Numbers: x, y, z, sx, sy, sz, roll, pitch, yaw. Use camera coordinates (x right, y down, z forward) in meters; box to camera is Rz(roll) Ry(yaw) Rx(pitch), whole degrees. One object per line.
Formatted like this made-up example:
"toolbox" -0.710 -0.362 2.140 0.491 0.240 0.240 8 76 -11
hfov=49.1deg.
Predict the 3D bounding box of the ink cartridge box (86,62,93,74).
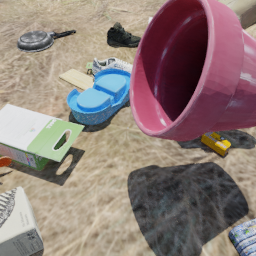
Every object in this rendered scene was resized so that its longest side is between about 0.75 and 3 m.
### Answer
"ink cartridge box" -1.185 -2.351 11.020 0.870 0.258 0.451 3 44 3

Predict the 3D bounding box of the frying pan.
"frying pan" -3.695 -4.063 12.755 2.763 0.450 1.671 -11 45 -6

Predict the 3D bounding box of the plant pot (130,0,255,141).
"plant pot" 1.602 -0.961 5.474 2.310 2.580 2.580 8 39 -26

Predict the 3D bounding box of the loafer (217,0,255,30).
"loafer" 2.684 -2.741 6.671 2.682 1.015 0.916 -15 52 18

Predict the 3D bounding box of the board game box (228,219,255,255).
"board game box" 3.289 2.568 5.668 1.720 0.530 1.719 -13 44 -13

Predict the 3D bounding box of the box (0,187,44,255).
"box" -3.282 2.368 5.552 2.865 0.980 1.177 -21 48 -21

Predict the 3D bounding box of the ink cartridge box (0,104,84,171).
"ink cartridge box" -2.646 0.307 7.847 2.646 0.785 1.374 15 46 15

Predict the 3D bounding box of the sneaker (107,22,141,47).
"sneaker" -0.156 -4.154 12.445 1.627 0.932 0.622 10 46 7

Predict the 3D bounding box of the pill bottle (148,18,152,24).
"pill bottle" 2.101 -4.027 11.933 2.467 1.429 1.429 4 44 5

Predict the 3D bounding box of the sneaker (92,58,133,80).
"sneaker" -0.329 -2.187 10.442 2.009 0.809 0.767 -3 39 -11

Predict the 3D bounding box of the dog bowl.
"dog bowl" -0.847 -1.066 9.390 1.481 0.659 2.657 26 49 24

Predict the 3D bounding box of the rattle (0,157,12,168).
"rattle" -4.553 1.001 7.014 2.510 1.634 1.793 28 55 -2

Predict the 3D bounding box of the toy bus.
"toy bus" 2.485 0.365 8.136 0.385 0.320 0.983 -32 53 -28

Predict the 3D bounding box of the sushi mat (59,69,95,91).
"sushi mat" -1.830 -1.834 10.603 1.552 0.094 0.743 28 49 26
